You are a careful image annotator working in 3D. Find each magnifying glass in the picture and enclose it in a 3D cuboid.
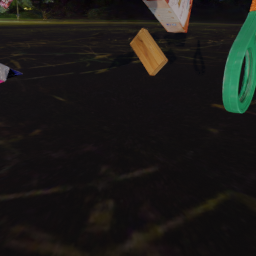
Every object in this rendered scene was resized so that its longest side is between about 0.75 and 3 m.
[{"bbox_3d":[1.823,-1.407,4.092,0.275,2.456,0.978,14,-7,36],"label":"magnifying glass"}]

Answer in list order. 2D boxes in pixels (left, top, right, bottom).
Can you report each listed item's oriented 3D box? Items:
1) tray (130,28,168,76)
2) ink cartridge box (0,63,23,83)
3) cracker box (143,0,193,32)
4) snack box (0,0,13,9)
[{"bbox_3d":[0.433,-1.639,6.034,0.174,0.464,0.940,-4,57,-48],"label":"tray"},{"bbox_3d":[-2.545,-0.864,4.109,0.906,0.355,1.914,-12,-9,18],"label":"ink cartridge box"},{"bbox_3d":[1.157,-3.755,7.502,0.681,1.581,2.360,11,2,26],"label":"cracker box"},{"bbox_3d":[-2.089,-2.666,4.094,1.352,1.140,0.457,31,31,-36],"label":"snack box"}]
